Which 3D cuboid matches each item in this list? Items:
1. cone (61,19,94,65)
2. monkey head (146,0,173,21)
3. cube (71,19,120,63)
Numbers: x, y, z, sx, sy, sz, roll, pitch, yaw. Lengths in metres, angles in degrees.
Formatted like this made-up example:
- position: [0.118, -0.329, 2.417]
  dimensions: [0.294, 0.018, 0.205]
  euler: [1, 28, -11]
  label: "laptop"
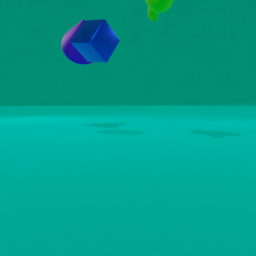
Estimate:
- position: [-1.456, -3.083, 9.145]
  dimensions: [1.468, 1.468, 1.474]
  euler: [-1, -15, -11]
  label: "cone"
- position: [0.716, -3.664, 7.432]
  dimensions: [1.131, 0.947, 1.571]
  euler: [29, -17, 8]
  label: "monkey head"
- position: [-0.832, -2.242, 7.253]
  dimensions: [0.765, 0.765, 0.765]
  euler: [14, -21, 39]
  label: "cube"
